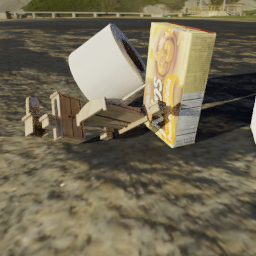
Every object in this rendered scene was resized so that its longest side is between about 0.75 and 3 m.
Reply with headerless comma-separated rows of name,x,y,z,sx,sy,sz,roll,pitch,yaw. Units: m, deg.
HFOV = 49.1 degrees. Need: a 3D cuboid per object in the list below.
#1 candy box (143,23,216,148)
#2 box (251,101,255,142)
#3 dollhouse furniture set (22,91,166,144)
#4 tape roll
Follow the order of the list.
candy box,1.145,-1.102,7.087,0.770,2.786,1.608,-10,31,-25
box,4.337,-0.090,6.590,2.376,1.158,1.478,3,29,12
dollhouse furniture set,-0.811,-0.634,6.345,2.488,1.215,2.122,-26,-25,37
tape roll,-0.463,-1.764,8.578,1.573,2.291,2.291,-32,19,18
